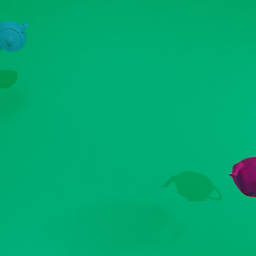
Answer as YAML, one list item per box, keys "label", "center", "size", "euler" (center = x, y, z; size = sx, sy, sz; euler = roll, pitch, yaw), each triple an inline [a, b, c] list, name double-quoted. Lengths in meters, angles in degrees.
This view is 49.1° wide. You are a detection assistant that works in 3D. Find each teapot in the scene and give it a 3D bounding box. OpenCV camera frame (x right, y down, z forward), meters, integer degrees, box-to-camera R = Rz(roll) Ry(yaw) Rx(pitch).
- label: "teapot"
  center: [-2.955, -2.216, 6.960]
  size: [1.223, 0.760, 0.599]
  euler: [-37, 35, 5]
- label: "teapot"
  center: [2.724, 1.098, 6.012]
  size: [1.584, 0.985, 0.775]
  euler: [26, 45, -18]
